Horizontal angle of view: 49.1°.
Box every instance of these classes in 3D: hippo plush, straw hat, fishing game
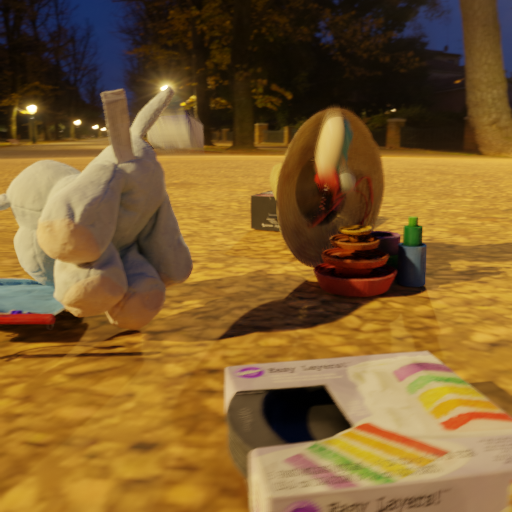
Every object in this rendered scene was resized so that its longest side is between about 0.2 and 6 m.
[{"bbox_3d":[-2.415,-0.495,7.169,2.350,2.923,2.329,1,17,26],"label":"hippo plush"},{"bbox_3d":[0.985,-1.229,10.329,3.004,3.004,1.272,-12,20,-41],"label":"straw hat"},{"bbox_3d":[-3.143,0.657,7.365,2.431,0.528,3.395,1,4,-5],"label":"fishing game"}]

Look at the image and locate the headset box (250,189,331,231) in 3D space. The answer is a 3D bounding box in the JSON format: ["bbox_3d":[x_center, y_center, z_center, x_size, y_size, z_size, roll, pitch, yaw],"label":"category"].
[{"bbox_3d":[1.037,-1.192,14.377,1.796,0.906,2.416,6,14,23],"label":"headset box"}]

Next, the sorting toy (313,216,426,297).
[{"bbox_3d":[2.008,-0.134,9.312,1.619,1.106,2.695,5,14,26],"label":"sorting toy"}]

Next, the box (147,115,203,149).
[{"bbox_3d":[-1.129,-1.733,7.874,0.604,0.344,0.656,0,0,13],"label":"box"}]

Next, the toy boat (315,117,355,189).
[{"bbox_3d":[1.281,-1.518,8.920,0.594,1.074,1.277,12,46,-2],"label":"toy boat"}]

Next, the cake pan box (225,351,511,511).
[{"bbox_3d":[0.800,1.354,4.242,2.061,0.539,1.898,-2,11,-9],"label":"cake pan box"}]
